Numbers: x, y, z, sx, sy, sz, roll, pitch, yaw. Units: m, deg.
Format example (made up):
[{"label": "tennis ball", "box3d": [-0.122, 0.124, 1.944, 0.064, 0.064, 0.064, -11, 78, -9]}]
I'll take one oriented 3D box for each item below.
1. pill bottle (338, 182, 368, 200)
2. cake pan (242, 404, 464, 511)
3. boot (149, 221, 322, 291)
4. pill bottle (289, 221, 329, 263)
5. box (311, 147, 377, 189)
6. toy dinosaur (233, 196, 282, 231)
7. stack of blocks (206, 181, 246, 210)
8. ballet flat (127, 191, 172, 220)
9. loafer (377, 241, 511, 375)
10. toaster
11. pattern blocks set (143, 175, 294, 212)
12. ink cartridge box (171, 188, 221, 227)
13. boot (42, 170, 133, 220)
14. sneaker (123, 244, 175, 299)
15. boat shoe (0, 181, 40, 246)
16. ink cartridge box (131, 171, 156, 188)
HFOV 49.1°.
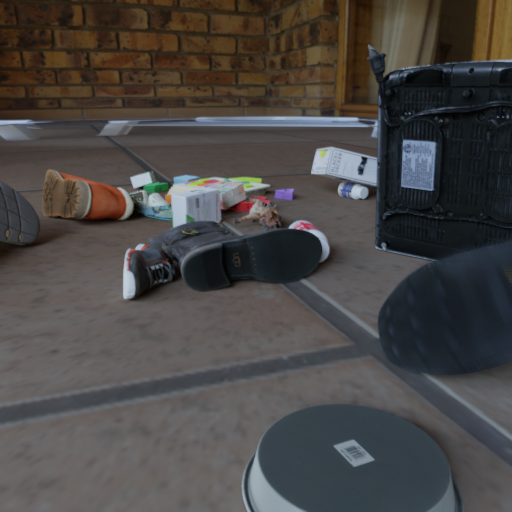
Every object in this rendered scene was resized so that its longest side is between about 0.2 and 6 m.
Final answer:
[{"label": "pill bottle", "box3d": [2.523, -1.681, 14.532, 0.410, 0.410, 0.739, -13, 21, -35]}, {"label": "cake pan", "box3d": [0.704, 1.607, 4.181, 1.624, 0.298, 1.624, 0, 17, 0]}, {"label": "boot", "box3d": [-0.398, -0.217, 9.127, 2.463, 0.853, 2.144, -7, 18, -16]}, {"label": "pill bottle", "box3d": [0.894, -0.222, 9.586, 0.570, 0.570, 1.015, -3, 17, -10]}, {"label": "box", "box3d": [2.744, -2.213, 14.583, 2.303, 0.693, 1.343, 11, 6, -11]}, {"label": "toy dinosaur", "box3d": [0.242, -0.812, 11.516, 1.014, 0.642, 1.496, 19, 10, 26]}, {"label": "stack of blocks", "box3d": [-0.969, -1.298, 12.874, 0.770, 0.392, 1.338, 12, 33, 40]}, {"label": "ballet flat", "box3d": [-2.442, -1.175, 12.657, 1.663, 0.617, 0.617, 10, 20, 28]}, {"label": "loafer", "box3d": [2.407, 0.384, 4.983, 1.158, 1.121, 3.300, 5, -24, -29]}, {"label": "toaster", "box3d": [3.736, -1.667, 9.211, 3.279, 3.627, 2.152, 13, 26, 39]}, {"label": "pattern blocks set", "box3d": [-0.978, -1.775, 14.973, 4.065, 0.329, 3.573, 7, 19, 23]}, {"label": "ink cartridge box", "box3d": [-1.240, -0.969, 11.667, 0.435, 0.750, 1.035, 13, 22, 36]}, {"label": "boot", "box3d": [-3.872, -1.272, 12.593, 1.483, 1.038, 2.766, 2, 12, -41]}, {"label": "sneaker", "box3d": [-1.546, 0.185, 8.272, 0.669, 0.629, 1.633, 6, 18, -2]}, {"label": "boat shoe", "box3d": [-5.290, -0.946, 9.865, 2.897, 1.079, 1.062, 28, -28, -32]}, {"label": "ink cartridge box", "box3d": [-3.188, -2.171, 15.929, 0.561, 0.323, 0.958, -17, 11, 1]}]
